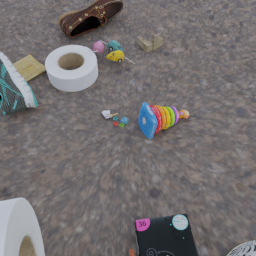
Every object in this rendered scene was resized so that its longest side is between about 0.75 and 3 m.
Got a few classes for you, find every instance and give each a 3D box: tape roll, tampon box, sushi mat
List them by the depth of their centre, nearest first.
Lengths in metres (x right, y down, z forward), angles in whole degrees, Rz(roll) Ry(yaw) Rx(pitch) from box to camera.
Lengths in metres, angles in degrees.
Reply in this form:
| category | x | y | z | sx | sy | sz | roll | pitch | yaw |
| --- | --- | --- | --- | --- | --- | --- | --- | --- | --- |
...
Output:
| category | x | y | z | sx | sy | sz | roll | pitch | yaw |
| --- | --- | --- | --- | --- | --- | --- | --- | --- | --- |
| tape roll | -2.237 | 2.812 | 4.960 | 1.044 | 2.986 | 2.986 | -9 | 54 | -8 |
| tampon box | 0.847 | 2.870 | 6.135 | 1.206 | 1.016 | 1.610 | -7 | 55 | -5 |
| tape roll | -1.994 | -2.170 | 10.067 | 1.836 | 0.642 | 1.836 | 0 | 54 | 0 |
| sushi mat | -4.252 | -1.798 | 10.099 | 2.514 | 0.152 | 1.203 | -38 | 63 | -24 |

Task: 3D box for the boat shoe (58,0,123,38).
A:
| category | x | y | z | sx | sy | sz | roll | pitch | yaw |
| --- | --- | --- | --- | --- | --- | --- | --- | --- | --- |
| boat shoe | -1.378 | -4.545 | 11.616 | 2.920 | 1.028 | 1.027 | -31 | 57 | -12 |

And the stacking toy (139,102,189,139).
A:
| category | x | y | z | sx | sy | sz | roll | pitch | yaw |
| --- | --- | --- | --- | --- | --- | --- | --- | --- | --- |
| stacking toy | 1.227 | -0.342 | 8.728 | 1.647 | 0.904 | 0.956 | -9 | 51 | -22 |

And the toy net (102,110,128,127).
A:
| category | x | y | z | sx | sy | sz | roll | pitch | yaw |
| --- | --- | --- | --- | --- | --- | --- | --- | --- | --- |
| toy net | -0.454 | -0.282 | 8.993 | 0.906 | 0.175 | 0.475 | 20 | 59 | 16 |

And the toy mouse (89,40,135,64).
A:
| category | x | y | z | sx | sy | sz | roll | pitch | yaw |
| --- | --- | --- | --- | --- | --- | --- | --- | --- | --- |
| toy mouse | -0.743 | -3.076 | 10.628 | 1.789 | 0.346 | 1.590 | 0 | 42 | -30 |

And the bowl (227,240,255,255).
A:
| category | x | y | z | sx | sy | sz | roll | pitch | yaw |
| --- | --- | --- | --- | --- | --- | --- | --- | --- | --- |
| bowl | 3.260 | 3.165 | 5.426 | 2.708 | 1.271 | 2.708 | 1 | 41 | -1 |

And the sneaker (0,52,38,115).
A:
| category | x | y | z | sx | sy | sz | roll | pitch | yaw |
| --- | --- | --- | --- | --- | --- | --- | --- | --- | --- |
| sneaker | -4.169 | -1.494 | 9.248 | 1.244 | 1.058 | 2.728 | -33 | 64 | -21 |

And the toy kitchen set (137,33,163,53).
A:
| category | x | y | z | sx | sy | sz | roll | pitch | yaw |
| --- | --- | --- | --- | --- | --- | --- | --- | --- | --- |
| toy kitchen set | 0.891 | -3.560 | 11.085 | 0.792 | 0.646 | 0.714 | -30 | 59 | -20 |

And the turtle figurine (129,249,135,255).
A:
| category | x | y | z | sx | sy | sz | roll | pitch | yaw |
| --- | --- | --- | --- | --- | --- | --- | --- | --- | --- |
| turtle figurine | -0.445 | 3.923 | 5.485 | 2.152 | 0.860 | 2.669 | -10 | 52 | 0 |
